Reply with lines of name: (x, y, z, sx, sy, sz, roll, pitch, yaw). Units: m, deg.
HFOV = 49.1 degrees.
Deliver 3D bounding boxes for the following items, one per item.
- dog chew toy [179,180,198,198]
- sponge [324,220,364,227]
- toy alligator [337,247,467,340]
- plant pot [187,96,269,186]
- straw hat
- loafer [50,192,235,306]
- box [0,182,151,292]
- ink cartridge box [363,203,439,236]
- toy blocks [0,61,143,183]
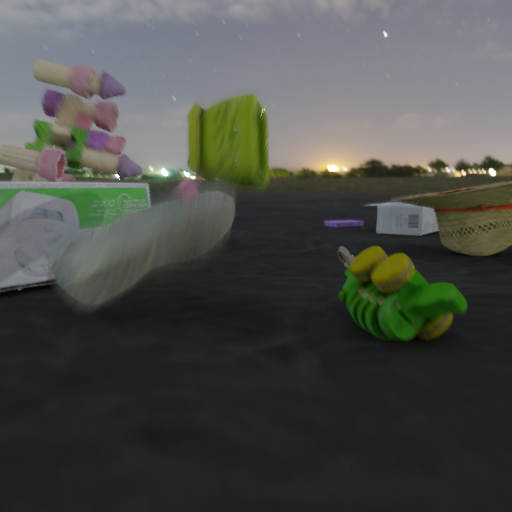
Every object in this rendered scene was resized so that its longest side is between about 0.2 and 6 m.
dog chew toy: (-1.180, -1.127, 10.059, 0.306, 0.491, 0.306, -24, -22, -11)
sponge: (2.435, -0.893, 15.470, 0.965, 0.144, 0.538, -5, 9, -29)
toy alligator: (1.029, 0.342, 5.011, 0.612, 0.669, 2.256, -42, 15, -5)
plant pot: (-0.547, -2.177, 10.998, 1.388, 1.522, 1.530, -1, -2, 10)
straw hat: (3.800, -0.609, 9.641, 2.783, 1.178, 2.783, -8, 4, 1)
loafer: (-1.058, -0.204, 5.518, 1.965, 0.687, 0.686, -27, 44, -36)
box: (-3.127, -0.337, 7.445, 2.312, 1.267, 2.621, 3, 7, 34)
ink cartridge box: (3.584, -0.928, 13.625, 1.479, 0.707, 1.685, 5, 9, 34)
toy blocks: (-2.987, -1.805, 10.062, 2.063, 2.291, 2.451, 12, -24, -5)
